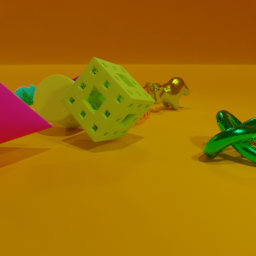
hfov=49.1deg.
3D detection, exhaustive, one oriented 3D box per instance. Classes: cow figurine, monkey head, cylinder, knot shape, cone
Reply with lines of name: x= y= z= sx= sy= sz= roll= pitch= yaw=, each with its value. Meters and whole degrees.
cow figurine: x=1.412 y=-1.375 z=10.120 sx=0.885 sy=1.587 sz=1.612 roll=23 pitch=67 yaw=47
monkey head: x=-3.010 y=-0.853 z=8.502 sx=0.724 sy=0.864 sz=1.201 roll=-46 pitch=3 yaw=-40
cylinder: x=-1.604 y=-0.645 z=7.206 sx=1.176 sy=1.176 sz=1.176 roll=4 pitch=-5 yaw=15
knot shape: x=2.099 y=0.174 z=5.246 sx=1.532 sy=0.756 sz=1.637 roll=-14 pitch=20 yaw=-22
cone: x=-2.074 y=-0.159 z=5.089 sx=1.530 sy=1.524 sz=1.524 roll=13 pitch=3 yaw=-40

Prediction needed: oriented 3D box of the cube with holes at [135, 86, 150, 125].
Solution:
cube with holes: x=0.030 y=-0.742 z=8.573 sx=1.015 sy=1.015 sz=1.015 roll=6 pitch=15 yaw=22

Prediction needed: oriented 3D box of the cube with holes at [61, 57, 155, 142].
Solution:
cube with holes: x=-0.400 y=-0.572 z=5.973 sx=1.177 sy=1.177 sz=1.177 roll=49 pitch=21 yaw=17

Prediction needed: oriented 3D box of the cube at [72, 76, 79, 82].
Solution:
cube: x=-1.315 y=-1.115 z=9.175 sx=0.962 sy=0.962 sz=0.962 roll=-19 pitch=-15 yaw=31
